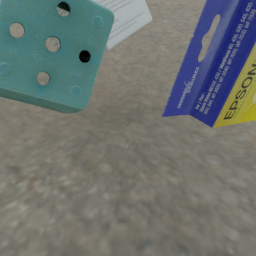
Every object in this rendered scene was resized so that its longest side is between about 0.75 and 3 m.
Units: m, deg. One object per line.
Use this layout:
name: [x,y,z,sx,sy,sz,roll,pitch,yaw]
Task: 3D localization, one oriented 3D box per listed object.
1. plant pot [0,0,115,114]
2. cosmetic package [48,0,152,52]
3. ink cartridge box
plant pot: [-1.230,-1.037,3.429,1.612,1.611,2.280,14,8,-35]
cosmetic package: [-1.045,-3.258,7.119,1.996,2.399,2.008,0,35,46]
ink cartridge box: [1.541,-0.940,3.303,2.004,1.980,0.471,-11,41,-38]
